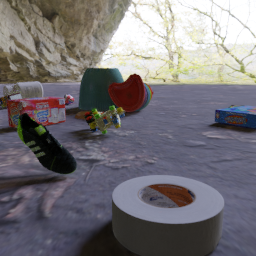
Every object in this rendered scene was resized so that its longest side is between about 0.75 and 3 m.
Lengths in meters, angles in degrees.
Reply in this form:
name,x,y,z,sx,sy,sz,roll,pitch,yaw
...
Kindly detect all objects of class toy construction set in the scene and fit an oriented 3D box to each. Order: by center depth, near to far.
name,x,y,z,sx,sy,sz,roll,pitch,yaw
toy construction set,-0.732,-0.321,8.834,1.146,0.805,1.748,-26,7,-5

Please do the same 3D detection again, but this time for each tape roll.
name,x,y,z,sx,sy,sz,roll,pitch,yaw
tape roll,0.452,0.984,3.333,1.292,0.427,1.292,1,12,0

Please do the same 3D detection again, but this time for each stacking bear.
name,x,y,z,sx,sy,sz,roll,pitch,yaw
stacking bear,0.452,-1.638,13.576,1.669,1.563,2.748,-22,1,21

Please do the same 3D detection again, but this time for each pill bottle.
name,x,y,z,sx,sy,sz,roll,pitch,yaw
pill bottle,-6.150,-2.097,16.439,2.015,1.152,1.152,-13,17,-39

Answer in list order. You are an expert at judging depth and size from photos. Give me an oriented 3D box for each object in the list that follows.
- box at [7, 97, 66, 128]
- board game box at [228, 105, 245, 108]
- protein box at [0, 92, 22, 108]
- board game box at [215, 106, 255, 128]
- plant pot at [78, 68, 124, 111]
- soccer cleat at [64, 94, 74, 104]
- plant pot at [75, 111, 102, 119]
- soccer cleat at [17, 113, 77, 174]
name,x,y,z,sx,sy,sz,roll,pitch,yaw
box,-3.151,-0.575,9.783,0.881,0.920,1.846,8,14,34
board game box,5.435,-1.023,14.004,0.654,0.146,1.248,8,14,26
protein box,-6.043,-1.448,14.475,0.773,0.525,0.779,-12,12,26
board game box,4.499,-0.440,10.180,2.185,0.492,1.662,-9,14,-37
plant pot,-1.273,-2.042,14.269,2.531,2.031,2.531,0,11,0
soccer cleat,-3.422,-1.642,16.350,0.615,0.573,1.680,25,2,-10
plant pot,-1.511,-0.548,11.540,1.344,0.185,1.344,-1,12,0
soccer cleat,-1.530,0.290,5.133,1.496,0.607,0.505,35,49,21
